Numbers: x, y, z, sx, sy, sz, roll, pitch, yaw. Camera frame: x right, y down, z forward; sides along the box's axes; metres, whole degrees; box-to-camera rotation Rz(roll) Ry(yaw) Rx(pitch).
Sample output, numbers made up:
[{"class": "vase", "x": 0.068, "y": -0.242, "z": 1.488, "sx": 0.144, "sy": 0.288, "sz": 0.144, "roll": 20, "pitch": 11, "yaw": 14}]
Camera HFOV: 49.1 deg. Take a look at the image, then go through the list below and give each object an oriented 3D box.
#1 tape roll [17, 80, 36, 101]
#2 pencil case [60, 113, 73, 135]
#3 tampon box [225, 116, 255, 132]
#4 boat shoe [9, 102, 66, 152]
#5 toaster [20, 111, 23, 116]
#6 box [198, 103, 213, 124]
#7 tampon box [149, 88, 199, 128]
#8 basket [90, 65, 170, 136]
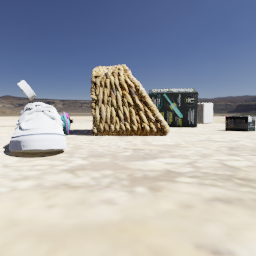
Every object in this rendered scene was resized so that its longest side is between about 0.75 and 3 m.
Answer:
[{"class": "tape roll", "x": -4.290, "y": -1.596, "z": 11.895, "sx": 0.308, "sy": 0.880, "sz": 0.880, "roll": -39, "pitch": 15, "yaw": -15}, {"class": "pencil case", "x": -2.172, "y": -0.110, "z": 7.487, "sx": 1.306, "sy": 0.604, "sz": 0.556, "roll": -1, "pitch": 4, "yaw": 5}, {"class": "tampon box", "x": 3.694, "y": -0.153, "z": 9.217, "sx": 0.591, "sy": 0.498, "sz": 0.789, "roll": -3, "pitch": 4, "yaw": -43}, {"class": "boat shoe", "x": -1.552, "y": -0.053, "z": 4.765, "sx": 0.873, "sy": 0.775, "sz": 2.372, "roll": -1, "pitch": 3, "yaw": -22}, {"class": "toaster", "x": -3.221, "y": -0.306, "z": 10.305, "sx": 1.049, "sy": 0.688, "sz": 1.160, "roll": 3, "pitch": 4, "yaw": 27}, {"class": "box", "x": 3.317, "y": -0.835, "z": 15.912, "sx": 0.971, "sy": 1.166, "sz": 2.839, "roll": -4, "pitch": 4, "yaw": -45}, {"class": "tampon box", "x": 1.831, "y": -0.842, "z": 11.547, "sx": 1.941, "sy": 1.455, "sz": 1.225, "roll": 0, "pitch": 15, "yaw": 5}, {"class": "basket", "x": 0.090, "y": -0.856, "z": 8.345, "sx": 2.081, "sy": 1.994, "sz": 2.793, "roll": -1, "pitch": 3, "yaw": 2}]
